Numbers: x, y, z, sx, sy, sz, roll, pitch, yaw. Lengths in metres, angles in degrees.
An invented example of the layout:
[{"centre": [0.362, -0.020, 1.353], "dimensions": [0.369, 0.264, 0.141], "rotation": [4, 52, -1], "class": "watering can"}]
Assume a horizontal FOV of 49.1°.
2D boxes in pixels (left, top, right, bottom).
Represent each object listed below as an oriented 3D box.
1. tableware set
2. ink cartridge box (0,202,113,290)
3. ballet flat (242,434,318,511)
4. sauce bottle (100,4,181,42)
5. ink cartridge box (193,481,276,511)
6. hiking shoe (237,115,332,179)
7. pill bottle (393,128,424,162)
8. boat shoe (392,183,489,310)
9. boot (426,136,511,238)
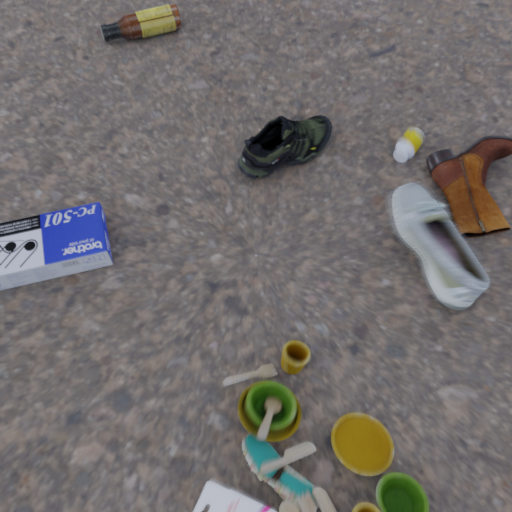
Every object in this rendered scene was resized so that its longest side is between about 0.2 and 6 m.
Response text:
[{"centre": [1.126, 2.932, 9.069], "dimensions": [2.347, 0.535, 3.483], "rotation": [-12, 52, -25], "class": "tableware set"}, {"centre": [-4.313, -0.169, 11.174], "dimensions": [2.668, 0.590, 1.254], "rotation": [-13, 61, -8], "class": "ink cartridge box"}, {"centre": [0.317, 3.554, 8.984], "dimensions": [1.560, 0.499, 0.590], "rotation": [39, 39, 20], "class": "ballet flat"}, {"centre": [-3.028, -6.068, 14.676], "dimensions": [2.071, 0.684, 0.684], "rotation": [-15, 60, -10], "class": "sauce bottle"}, {"centre": [-0.154, 4.269, 8.499], "dimensions": [1.730, 0.587, 0.996], "rotation": [21, 62, 11], "class": "ink cartridge box"}, {"centre": [0.755, -2.539, 12.148], "dimensions": [2.425, 1.221, 0.918], "rotation": [-31, 74, -20], "class": "hiking shoe"}, {"centre": [3.433, -2.492, 12.656], "dimensions": [0.448, 0.448, 0.799], "rotation": [31, 64, 17], "class": "pill bottle"}, {"centre": [3.565, -0.362, 10.888], "dimensions": [1.053, 0.916, 2.858], "rotation": [-1, 56, -22], "class": "boat shoe"}, {"centre": [4.898, -1.486, 11.900], "dimensions": [2.002, 0.728, 2.127], "rotation": [-11, 60, -7], "class": "boot"}]
